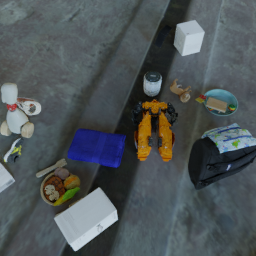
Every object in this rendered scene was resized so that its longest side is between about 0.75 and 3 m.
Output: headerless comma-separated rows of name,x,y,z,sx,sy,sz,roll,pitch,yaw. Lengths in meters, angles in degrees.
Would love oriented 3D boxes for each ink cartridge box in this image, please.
ink cartridge box,-4.893,1.749,10.525,1.232,0.310,0.671,39,64,25

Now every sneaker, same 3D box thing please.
sneaker,-4.392,0.929,11.072,0.466,0.410,1.102,24,68,9

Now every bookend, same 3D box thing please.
bookend,1.812,-4.696,14.356,0.383,0.832,0.827,33,56,7

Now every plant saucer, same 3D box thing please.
plant saucer,4.083,-1.081,12.473,1.523,0.274,1.523,0,56,0

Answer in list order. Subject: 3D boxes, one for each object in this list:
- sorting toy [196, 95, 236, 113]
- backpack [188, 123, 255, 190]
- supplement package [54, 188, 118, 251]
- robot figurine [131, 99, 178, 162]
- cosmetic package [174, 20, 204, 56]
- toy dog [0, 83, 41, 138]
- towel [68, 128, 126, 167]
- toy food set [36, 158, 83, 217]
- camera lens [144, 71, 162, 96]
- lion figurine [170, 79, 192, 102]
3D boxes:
sorting toy,3.761,-0.954,12.171,1.707,0.289,0.823,21,37,11
backpack,3.508,0.888,10.131,2.607,2.126,2.004,-7,42,-12
supplement package,-1.333,2.995,9.229,1.747,1.021,1.025,-33,60,-19
robot figurine,1.065,0.008,11.421,1.959,0.786,2.702,3,56,2
cosmetic package,3.080,-4.557,14.247,1.042,1.253,1.048,-16,57,-11
toy dog,-4.350,-0.740,11.194,1.682,2.550,1.228,25,38,-13
towel,-1.208,0.794,11.105,2.068,0.512,1.527,10,50,7
toy food set,-2.485,2.104,10.206,1.442,0.419,2.089,-28,60,-18
camera lens,1.103,-2.024,12.691,0.776,0.970,0.776,0,56,0
lion figurine,2.354,-1.689,12.837,0.833,0.493,1.361,-43,51,-17
